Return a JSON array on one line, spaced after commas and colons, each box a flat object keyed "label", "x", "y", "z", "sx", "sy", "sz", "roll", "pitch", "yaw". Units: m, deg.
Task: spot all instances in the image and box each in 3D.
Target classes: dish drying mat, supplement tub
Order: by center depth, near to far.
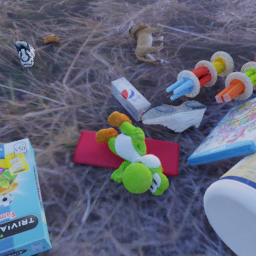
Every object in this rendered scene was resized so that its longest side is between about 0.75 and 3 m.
[{"label": "supplement tub", "x": 3.405, "y": 1.411, "z": 6.245, "sx": 2.945, "sy": 2.127, "sz": 2.127, "roll": -31, "pitch": 55, "yaw": -25}, {"label": "dish drying mat", "x": -0.017, "y": 0.729, "z": 8.125, "sx": 2.971, "sy": 0.270, "sz": 1.141, "roll": 7, "pitch": 50, "yaw": 5}]

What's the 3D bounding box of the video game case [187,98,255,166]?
[{"label": "video game case", "x": 3.118, "y": -0.082, "z": 7.730, "sx": 2.926, "sy": 2.094, "sz": 0.260, "roll": -41, "pitch": 98, "yaw": -33}]

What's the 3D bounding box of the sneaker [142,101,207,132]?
[{"label": "sneaker", "x": 1.402, "y": -0.250, "z": 8.442, "sx": 2.039, "sy": 0.888, "sz": 0.759, "roll": -6, "pitch": 29, "yaw": -13}]

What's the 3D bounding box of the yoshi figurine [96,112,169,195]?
[{"label": "yoshi figurine", "x": 0.031, "y": 0.734, "z": 7.215, "sx": 1.347, "sy": 1.352, "sz": 2.406, "roll": -32, "pitch": 62, "yaw": -14}]

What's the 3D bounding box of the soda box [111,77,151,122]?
[{"label": "soda box", "x": 0.072, "y": -0.994, "z": 9.448, "sx": 0.530, "sy": 0.571, "sz": 1.671, "roll": -25, "pitch": 54, "yaw": -21}]

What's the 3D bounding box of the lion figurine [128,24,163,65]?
[{"label": "lion figurine", "x": 0.695, "y": -3.443, "z": 11.458, "sx": 1.485, "sy": 0.879, "sz": 2.425, "roll": 0, "pitch": 51, "yaw": 6}]

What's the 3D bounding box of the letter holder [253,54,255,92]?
[{"label": "letter holder", "x": 5.256, "y": -2.524, "z": 10.103, "sx": 1.152, "sy": 1.628, "sz": 2.290, "roll": 19, "pitch": 51, "yaw": 16}]

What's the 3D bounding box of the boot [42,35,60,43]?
[{"label": "boot", "x": -3.332, "y": -3.795, "z": 12.154, "sx": 0.605, "sy": 0.288, "sz": 0.782, "roll": -26, "pitch": 42, "yaw": -23}]

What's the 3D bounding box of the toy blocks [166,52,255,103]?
[{"label": "toy blocks", "x": 2.844, "y": -1.436, "z": 9.256, "sx": 2.715, "sy": 0.986, "sz": 2.263, "roll": -31, "pitch": 45, "yaw": -26}]

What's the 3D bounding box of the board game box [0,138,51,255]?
[{"label": "board game box", "x": -3.313, "y": 1.804, "z": 6.861, "sx": 2.247, "sy": 0.699, "sz": 2.977, "roll": -16, "pitch": 50, "yaw": -14}]

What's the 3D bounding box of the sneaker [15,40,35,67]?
[{"label": "sneaker", "x": -4.121, "y": -3.209, "z": 11.179, "sx": 0.574, "sy": 0.936, "sz": 1.438, "roll": -4, "pitch": 48, "yaw": -5}]
